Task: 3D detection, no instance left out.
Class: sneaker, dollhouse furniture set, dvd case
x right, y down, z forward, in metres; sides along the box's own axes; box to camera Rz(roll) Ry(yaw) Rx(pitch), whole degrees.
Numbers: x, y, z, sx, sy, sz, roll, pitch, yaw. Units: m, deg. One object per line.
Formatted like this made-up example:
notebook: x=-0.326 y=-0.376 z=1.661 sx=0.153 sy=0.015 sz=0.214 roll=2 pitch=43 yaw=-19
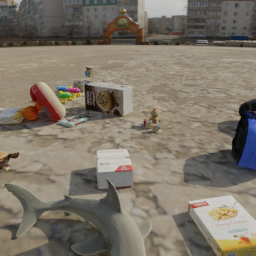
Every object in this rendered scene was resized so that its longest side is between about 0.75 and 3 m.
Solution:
sneaker: x=4.945 y=-0.273 z=10.331 sx=1.427 sy=1.182 sz=2.992 roll=-17 pitch=24 yaw=-13
dollhouse furniture set: x=-2.630 y=-2.939 z=16.669 sx=0.952 sy=1.359 sz=0.958 roll=18 pitch=27 yaw=39
dvd case: x=-2.221 y=-0.286 z=11.503 sx=0.741 sy=0.112 sz=1.015 roll=14 pitch=26 yaw=33

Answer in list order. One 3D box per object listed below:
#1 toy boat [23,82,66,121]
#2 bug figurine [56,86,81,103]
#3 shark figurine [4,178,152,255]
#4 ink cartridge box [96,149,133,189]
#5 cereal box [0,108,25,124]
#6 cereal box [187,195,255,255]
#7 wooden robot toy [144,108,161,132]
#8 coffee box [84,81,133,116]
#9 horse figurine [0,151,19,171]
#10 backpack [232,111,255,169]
toy boat: x=-3.700 y=-0.930 z=11.795 sx=1.525 sy=1.522 sz=2.333 roll=-37 pitch=30 yaw=-10
bug figurine: x=-3.561 y=-1.879 z=14.981 sx=1.794 sy=0.595 sz=2.313 roll=7 pitch=22 yaw=18
shark figurine: x=-0.708 y=1.505 z=5.326 sx=3.061 sy=1.277 sz=1.829 roll=15 pitch=24 yaw=29
ink cartridge box: x=-0.384 y=1.055 z=7.436 sx=0.899 sy=0.508 sz=1.225 roll=-2 pitch=21 yaw=-6
cereal box: x=-5.269 y=-0.508 z=11.730 sx=1.757 sy=0.347 sz=1.264 roll=-2 pitch=21 yaw=-6
cereal box: x=1.952 y=1.901 z=5.527 sx=1.065 sy=0.293 sz=1.480 roll=-5 pitch=21 yaw=-12
wooden robot toy: x=0.964 y=-0.412 z=11.011 sx=0.677 sy=0.698 sz=1.538 roll=3 pitch=21 yaw=6
coffee box: x=-0.895 y=-1.360 z=12.761 sx=2.145 sy=1.213 sz=0.856 roll=12 pitch=24 yaw=30
horse figurine: x=-3.833 y=0.945 z=7.779 sx=1.739 sy=0.434 sz=1.152 roll=-12 pitch=17 yaw=-10
backpack: x=3.773 y=0.374 z=7.996 sx=1.445 sy=1.400 sz=1.723 roll=10 pitch=22 yaw=19
